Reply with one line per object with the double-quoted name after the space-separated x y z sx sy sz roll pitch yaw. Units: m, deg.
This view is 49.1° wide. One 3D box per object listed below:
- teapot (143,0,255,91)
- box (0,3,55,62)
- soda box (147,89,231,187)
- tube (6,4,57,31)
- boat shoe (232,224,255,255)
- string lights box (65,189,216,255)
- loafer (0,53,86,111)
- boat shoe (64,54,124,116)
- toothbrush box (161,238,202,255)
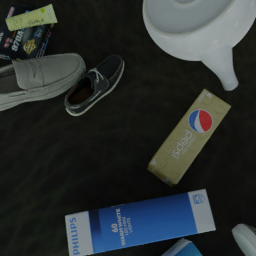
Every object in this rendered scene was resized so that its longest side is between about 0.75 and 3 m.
1.875 -2.842 6.849 2.825 2.091 2.863 33 97 36 "teapot"
-2.775 -2.520 7.559 1.250 0.362 1.572 13 74 4 "box"
1.402 0.238 6.553 0.766 0.724 2.260 36 76 10 "soda box"
-2.516 -2.848 7.299 1.233 0.358 0.320 -17 53 -7 "tube"
3.276 2.861 5.722 0.835 0.927 2.623 -42 85 -11 "boat shoe"
0.223 1.914 5.708 2.671 1.372 0.787 -10 74 -3 "string lights box"
-2.443 -1.177 6.819 2.899 1.012 1.014 -24 75 -7 "loafer"
-0.801 -1.153 7.010 0.714 0.672 1.987 39 76 12 "boat shoe"
1.254 3.465 5.521 1.443 0.841 1.971 -37 77 -10 "toothbrush box"
